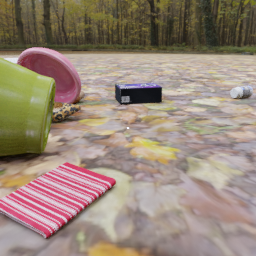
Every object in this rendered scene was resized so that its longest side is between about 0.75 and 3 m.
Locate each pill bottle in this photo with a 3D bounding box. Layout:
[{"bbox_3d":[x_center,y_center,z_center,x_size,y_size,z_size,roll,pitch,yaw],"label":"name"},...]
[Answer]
[{"bbox_3d":[4.608,-1.448,11.370,0.829,0.472,0.472,-9,20,-25],"label":"pill bottle"}]

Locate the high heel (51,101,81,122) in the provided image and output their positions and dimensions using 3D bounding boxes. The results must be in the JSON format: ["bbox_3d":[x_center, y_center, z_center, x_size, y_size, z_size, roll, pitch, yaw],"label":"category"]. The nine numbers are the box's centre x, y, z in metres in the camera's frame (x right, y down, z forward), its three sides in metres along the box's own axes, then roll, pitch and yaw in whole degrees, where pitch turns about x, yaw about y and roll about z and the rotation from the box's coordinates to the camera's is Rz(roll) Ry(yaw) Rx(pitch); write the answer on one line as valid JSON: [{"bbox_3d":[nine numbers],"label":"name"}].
[{"bbox_3d":[-2.286,-0.831,7.871,1.815,1.294,0.648,-8,36,-10],"label":"high heel"}]

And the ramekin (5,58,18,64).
[{"bbox_3d":[-5.102,-2.587,13.448,2.824,1.377,2.824,0,18,0],"label":"ramekin"}]

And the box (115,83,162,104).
[{"bbox_3d":[0.378,-1.354,10.845,1.617,0.638,1.141,-4,15,-12],"label":"box"}]

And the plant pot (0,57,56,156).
[{"bbox_3d":[-2.744,-0.406,5.598,2.352,2.443,2.443,10,16,-11],"label":"plant pot"}]

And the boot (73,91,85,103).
[{"bbox_3d":[-2.539,-1.165,10.538,1.526,0.585,1.185,15,26,22],"label":"boot"}]

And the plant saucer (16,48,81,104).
[{"bbox_3d":[-2.391,-1.627,8.732,2.096,2.096,0.531,6,48,19],"label":"plant saucer"}]

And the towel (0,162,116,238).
[{"bbox_3d":[-1.021,0.987,4.210,1.108,0.172,1.533,13,23,29],"label":"towel"}]
